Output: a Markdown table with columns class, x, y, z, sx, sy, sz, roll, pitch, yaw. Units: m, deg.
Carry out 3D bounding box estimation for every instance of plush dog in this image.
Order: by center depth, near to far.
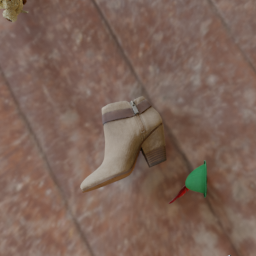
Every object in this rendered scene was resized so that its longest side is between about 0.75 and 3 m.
| class | x | y | z | sx | sy | sz | roll | pitch | yaw |
| --- | --- | --- | --- | --- | --- | --- | --- | --- | --- |
| plush dog | -3.085 | -3.446 | 7.244 | 0.851 | 0.911 | 1.061 | -36 | 73 | -19 |

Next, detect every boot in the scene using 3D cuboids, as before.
| class | x | y | z | sx | sy | sz | roll | pitch | yaw |
| --- | --- | --- | --- | --- | --- | --- | --- | --- | --- |
| boot | -0.250 | 0.307 | 7.086 | 2.553 | 0.897 | 1.867 | -19 | 78 | -17 |

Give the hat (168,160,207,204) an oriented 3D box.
| class | x | y | z | sx | sy | sz | roll | pitch | yaw |
| --- | --- | --- | --- | --- | --- | --- | --- | --- | --- |
| hat | 1.489 | 1.325 | 7.081 | 0.935 | 0.880 | 1.062 | 1 | 64 | 11 |
